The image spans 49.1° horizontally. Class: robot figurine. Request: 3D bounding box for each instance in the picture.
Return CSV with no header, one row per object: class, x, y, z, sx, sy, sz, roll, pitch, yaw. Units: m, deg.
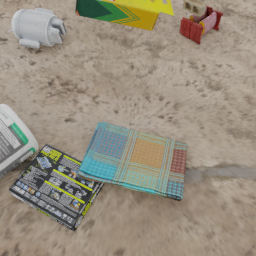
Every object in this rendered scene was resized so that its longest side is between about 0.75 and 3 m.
robot figurine,-3.175,-3.504,9.777,1.959,1.106,1.662,12,66,8

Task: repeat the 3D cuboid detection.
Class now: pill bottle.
pill bottle,-3.677,0.738,6.759,1.504,1.504,2.660,39,64,22

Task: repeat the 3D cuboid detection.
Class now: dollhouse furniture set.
dollhouse furniture set,2.612,-4.243,9.561,1.261,2.343,0.953,-40,63,-21

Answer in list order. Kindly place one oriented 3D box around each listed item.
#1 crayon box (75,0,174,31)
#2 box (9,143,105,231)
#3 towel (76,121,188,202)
crayon box,-0.091,-3.122,6.692,2.229,0.566,1.415,7,57,-14
box,-1.706,1.414,6.967,1.881,0.416,1.507,24,59,15
towel,0.200,0.756,7.195,2.591,0.281,1.900,13,46,4
